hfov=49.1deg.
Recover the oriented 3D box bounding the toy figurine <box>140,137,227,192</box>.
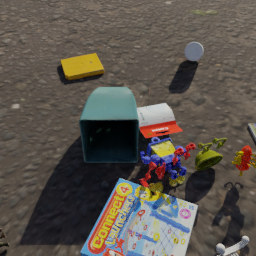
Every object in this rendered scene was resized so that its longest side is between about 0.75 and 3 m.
[{"bbox_3d":[1.416,0.661,8.898,2.857,1.507,1.711,-17,42,-18],"label":"toy figurine"}]

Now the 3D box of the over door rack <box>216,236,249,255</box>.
[{"bbox_3d":[2.049,3.722,5.745,2.973,0.990,2.197,-13,50,-22],"label":"over door rack"}]

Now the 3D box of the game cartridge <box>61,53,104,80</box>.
[{"bbox_3d":[-2.195,-2.935,13.383,1.803,0.292,1.590,-15,46,-12],"label":"game cartridge"}]

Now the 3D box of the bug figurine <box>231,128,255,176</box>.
[{"bbox_3d":[4.508,0.752,8.402,2.545,1.974,0.655,15,15,4],"label":"bug figurine"}]

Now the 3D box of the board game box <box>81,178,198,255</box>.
[{"bbox_3d":[0.374,2.728,7.264,2.321,0.663,2.371,16,47,15],"label":"board game box"}]

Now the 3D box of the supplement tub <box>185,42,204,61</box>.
[{"bbox_3d":[3.160,-3.644,13.344,0.870,0.870,1.318,12,19,12],"label":"supplement tub"}]

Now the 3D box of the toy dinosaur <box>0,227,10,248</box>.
[{"bbox_3d":[-3.586,2.911,7.125,0.841,0.633,1.645,-28,53,-34],"label":"toy dinosaur"}]

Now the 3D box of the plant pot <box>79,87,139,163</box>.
[{"bbox_3d":[-0.576,-0.312,9.708,1.780,1.779,2.518,-1,38,-1],"label":"plant pot"}]

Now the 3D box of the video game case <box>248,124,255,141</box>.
[{"bbox_3d":[5.034,0.215,10.246,0.942,0.114,1.035,-2,45,-2],"label":"video game case"}]

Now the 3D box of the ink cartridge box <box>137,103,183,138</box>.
[{"bbox_3d":[1.022,-0.312,10.260,1.418,0.419,1.772,-10,28,-11],"label":"ink cartridge box"}]
